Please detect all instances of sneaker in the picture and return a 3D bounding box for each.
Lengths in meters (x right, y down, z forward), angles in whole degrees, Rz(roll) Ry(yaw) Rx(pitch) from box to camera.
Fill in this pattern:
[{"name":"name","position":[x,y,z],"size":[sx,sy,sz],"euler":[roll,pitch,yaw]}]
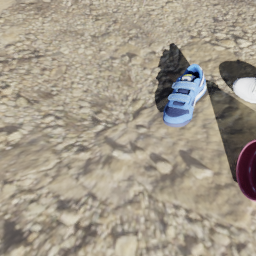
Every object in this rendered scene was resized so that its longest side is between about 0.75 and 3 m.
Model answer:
[{"name":"sneaker","position":[4.331,-1.083,8.545],"size":[2.207,0.889,0.843],"euler":[22,94,21]},{"name":"sneaker","position":[1.686,-1.014,8.498],"size":[0.894,0.995,2.419],"euler":[13,50,25]}]

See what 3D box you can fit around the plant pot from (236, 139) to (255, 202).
[{"name":"plant pot","position":[3.668,1.078,6.773],"size":[1.368,1.529,1.529],"euler":[8,51,-14]}]
